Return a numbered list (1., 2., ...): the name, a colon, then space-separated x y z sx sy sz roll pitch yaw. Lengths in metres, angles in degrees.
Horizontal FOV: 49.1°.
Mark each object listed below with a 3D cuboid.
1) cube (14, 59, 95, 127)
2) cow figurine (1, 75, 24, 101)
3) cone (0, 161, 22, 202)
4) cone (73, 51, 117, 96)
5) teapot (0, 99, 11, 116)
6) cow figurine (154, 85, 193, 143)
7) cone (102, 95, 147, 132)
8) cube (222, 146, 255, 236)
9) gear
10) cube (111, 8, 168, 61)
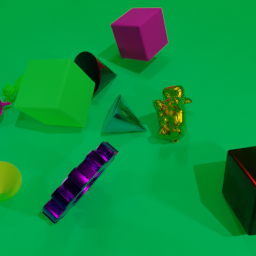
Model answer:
1. cube: -1.912 -0.909 7.553 1.368 1.368 1.368 4 72 23
2. cow figurine: -3.309 -1.187 8.519 0.927 0.509 0.912 19 59 28
3. cone: -2.788 1.290 6.118 0.956 0.956 0.959 -26 15 -22
4. cone: -0.872 -1.771 9.357 1.452 1.447 1.447 -11 42 -46
5. teapot: -3.925 -0.636 7.858 0.825 1.048 1.685 -15 3 7
6. cow figurine: 1.309 -0.418 7.985 0.941 1.687 1.714 -8 81 22
7. cone: 0.033 -0.169 7.978 1.174 1.169 1.169 26 47 -13
8. cube: 2.930 1.249 5.938 1.304 1.304 1.304 -8 31 -5
9. gear: -0.964 1.117 5.873 0.355 1.917 1.917 40 56 5
10. cube: 0.419 -3.203 9.545 1.278 1.278 1.278 19 53 37
